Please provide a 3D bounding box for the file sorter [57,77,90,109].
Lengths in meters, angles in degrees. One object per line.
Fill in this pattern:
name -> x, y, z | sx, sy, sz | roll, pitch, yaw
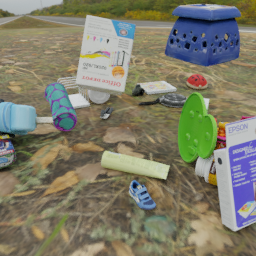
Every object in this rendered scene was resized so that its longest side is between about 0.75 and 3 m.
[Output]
file sorter -> -2.715, -1.748, 13.749 | 1.202, 1.079, 1.732 | -11, 28, -21

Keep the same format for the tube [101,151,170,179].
tube -> 0.208, 1.142, 8.452 | 2.020, 0.524, 0.586 | 10, 66, 12

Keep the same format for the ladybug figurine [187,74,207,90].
ladybug figurine -> 4.023, -2.705, 16.265 | 1.165, 0.617, 1.716 | -1, 26, -3

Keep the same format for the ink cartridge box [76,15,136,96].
ink cartridge box -> -0.816, -2.532, 10.317 | 1.757, 2.386, 1.726 | 10, 2, -4

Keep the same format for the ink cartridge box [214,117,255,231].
ink cartridge box -> 3.184, 0.862, 6.680 | 2.455, 2.478, 0.538 | -11, 10, -23

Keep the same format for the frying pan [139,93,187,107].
frying pan -> 1.848, -1.444, 13.995 | 2.471, 0.402, 1.495 | 7, 26, 8

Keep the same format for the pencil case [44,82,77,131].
pencil case -> -2.016, -0.643, 8.247 | 0.739, 0.680, 1.599 | -38, 47, 11

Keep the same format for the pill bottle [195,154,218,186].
pill bottle -> 2.706, 1.233, 7.765 | 1.545, 0.844, 0.844 | 14, 29, 28

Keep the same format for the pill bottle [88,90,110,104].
pill bottle -> -1.555, -2.025, 14.330 | 1.061, 1.061, 1.872 | -5, 26, -11

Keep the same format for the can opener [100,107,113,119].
can opener -> -0.936, -0.732, 12.393 | 0.319, 0.400, 1.197 | 6, 26, 12

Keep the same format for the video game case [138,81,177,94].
video game case -> 1.605, -2.317, 15.940 | 1.773, 0.203, 1.614 | -9, 27, -17

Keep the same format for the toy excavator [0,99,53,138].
toy excavator -> -3.501, -0.261, 10.202 | 2.499, 1.248, 2.430 | 0, -7, 9

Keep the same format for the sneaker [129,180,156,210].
sneaker -> 0.348, 1.733, 7.231 | 0.369, 0.411, 0.999 | -15, 31, -32

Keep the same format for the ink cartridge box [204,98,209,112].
ink cartridge box -> 3.018, -0.796, 12.357 | 0.949, 0.542, 1.829 | 8, 27, 17

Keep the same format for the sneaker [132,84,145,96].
sneaker -> 0.641, -2.042, 15.142 | 0.637, 0.425, 1.111 | 8, 30, 13

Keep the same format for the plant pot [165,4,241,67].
plant pot -> 2.557, -3.192, 9.381 | 1.884, 1.694, 1.884 | -20, 34, -34

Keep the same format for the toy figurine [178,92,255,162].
toy figurine -> 3.283, 0.190, 8.622 | 2.705, 2.206, 2.939 | 6, 10, -7

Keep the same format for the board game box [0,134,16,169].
board game box -> -4.460, 1.017, 8.505 | 1.937, 0.597, 1.935 | -13, 30, -26
